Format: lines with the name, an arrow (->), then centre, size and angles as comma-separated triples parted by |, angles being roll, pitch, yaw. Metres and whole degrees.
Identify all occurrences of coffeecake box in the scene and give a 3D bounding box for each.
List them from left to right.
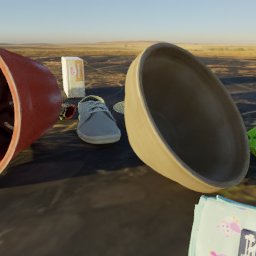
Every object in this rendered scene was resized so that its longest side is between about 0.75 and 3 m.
coffeecake box -> -2.619, -2.464, 13.313 | 0.801, 1.682, 2.192 | -5, 19, -16

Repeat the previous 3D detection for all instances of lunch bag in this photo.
lunch bag -> 1.079, 1.249, 2.519 | 1.034, 1.213, 0.740 | 10, 20, 25

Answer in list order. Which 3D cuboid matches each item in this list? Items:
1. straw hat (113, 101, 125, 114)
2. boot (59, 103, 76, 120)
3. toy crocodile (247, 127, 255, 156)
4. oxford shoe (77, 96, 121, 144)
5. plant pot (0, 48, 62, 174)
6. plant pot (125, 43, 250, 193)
straw hat -> 0.734, -1.374, 10.732 | 2.860, 1.210, 2.860 | 1, 17, 0
boot -> -2.684, -0.542, 9.093 | 1.314, 0.628, 1.740 | 11, 21, 24
toy crocodile -> 3.281, 0.501, 5.753 | 0.838, 0.766, 2.481 | -42, 23, 2
oxford shoe -> -0.919, -0.303, 7.988 | 1.117, 0.858, 2.971 | -1, 20, -14
plant pot -> -2.899, -0.505, 5.924 | 2.896, 2.896, 2.817 | 3, 10, 8
plant pot -> 0.904, -0.070, 5.406 | 2.877, 2.877, 1.328 | -20, -11, -47
